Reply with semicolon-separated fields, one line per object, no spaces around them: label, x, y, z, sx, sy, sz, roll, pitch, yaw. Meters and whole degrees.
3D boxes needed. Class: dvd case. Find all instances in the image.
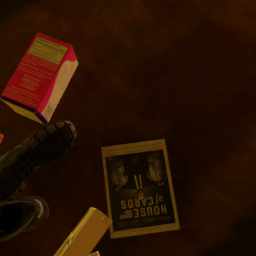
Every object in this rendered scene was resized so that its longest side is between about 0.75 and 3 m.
dvd case;0.254;1.387;6.609;1.590;0.262;2.116;-7;73;-2

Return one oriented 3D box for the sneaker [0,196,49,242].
sneaker;-3.057;2.101;6.024;2.553;1.012;0.963;-23;77;-5

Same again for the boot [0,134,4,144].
boot;-2.370;0.389;4.891;0.298;0.777;0.603;10;61;12

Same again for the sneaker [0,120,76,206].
sneaker;-2.333;0.609;6.456;1.004;0.955;2.534;11;44;47

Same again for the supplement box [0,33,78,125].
supplement box;-2.128;-1.209;6.993;0.991;0.970;1.918;23;75;7

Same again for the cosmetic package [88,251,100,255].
cosmetic package;-1.007;3.251;6.061;1.013;0.262;0.764;-19;73;-6

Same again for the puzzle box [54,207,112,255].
puzzle box;-1.143;2.220;4.072;0.304;1.591;2.391;38;71;1
